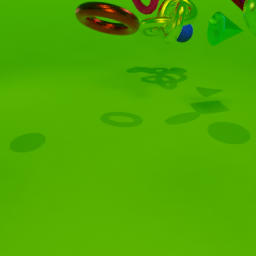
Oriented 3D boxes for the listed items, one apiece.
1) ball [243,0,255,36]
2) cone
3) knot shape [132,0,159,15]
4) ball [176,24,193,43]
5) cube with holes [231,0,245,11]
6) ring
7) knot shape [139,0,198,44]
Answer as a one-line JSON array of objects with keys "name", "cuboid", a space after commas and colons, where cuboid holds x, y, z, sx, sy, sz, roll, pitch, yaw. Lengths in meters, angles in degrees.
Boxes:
[{"name": "ball", "cuboid": [2.511, -2.004, 4.618, 1.124, 1.124, 1.124, 0, 28, 0]}, {"name": "cone", "cuboid": [2.991, -2.884, 8.245, 0.945, 0.942, 0.942, -1, 28, -14]}, {"name": "knot shape", "cuboid": [0.730, -4.891, 9.415, 1.817, 1.942, 0.897, -8, 52, 24]}, {"name": "ball", "cuboid": [2.142, -3.775, 10.996, 0.812, 0.812, 0.812, 0, 28, 0]}, {"name": "cube with holes", "cuboid": [2.384, -3.026, 5.763, 0.776, 0.776, 0.776, 18, 42, -37]}, {"name": "ring", "cuboid": [-0.404, -2.170, 5.629, 1.312, 0.262, 1.312, 11, 3, 0]}, {"name": "knot shape", "cuboid": [1.460, -3.688, 9.325, 1.901, 0.939, 2.032, -47, 32, -16]}]
